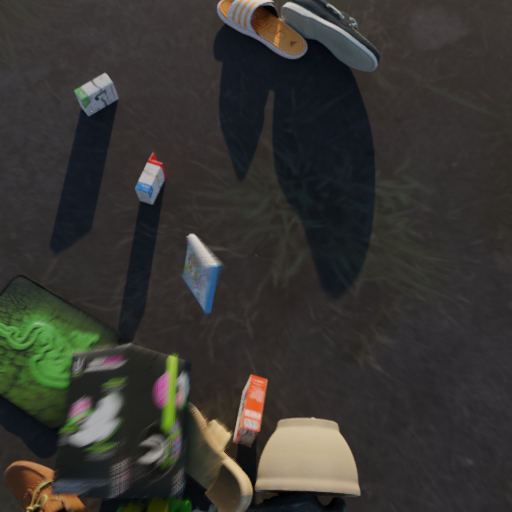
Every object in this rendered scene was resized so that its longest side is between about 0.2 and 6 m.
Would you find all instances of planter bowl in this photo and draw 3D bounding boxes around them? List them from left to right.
[{"bbox_3d":[0.836,3.272,9.109,1.656,1.656,1.115,3,64,1],"label":"planter bowl"}]

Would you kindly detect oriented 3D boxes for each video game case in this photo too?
[{"bbox_3d":[-1.020,0.301,10.061,0.116,0.931,1.301,-1,27,-26],"label":"video game case"}]

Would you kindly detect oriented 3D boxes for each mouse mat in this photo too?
[{"bbox_3d":[-4.119,1.722,10.498,2.594,0.098,2.087,28,71,10],"label":"mouse mat"}]

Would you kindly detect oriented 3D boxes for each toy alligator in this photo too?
[{"bbox_3d":[-1.551,4.255,9.306,2.150,0.637,0.583,-9,30,-15],"label":"toy alligator"}]

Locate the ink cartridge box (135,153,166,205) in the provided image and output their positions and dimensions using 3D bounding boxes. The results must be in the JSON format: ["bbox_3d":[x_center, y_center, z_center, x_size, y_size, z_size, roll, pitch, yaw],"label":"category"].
[{"bbox_3d":[-2.145,-1.600,11.598,0.310,0.535,0.921,18,70,7],"label":"ink cartridge box"}]

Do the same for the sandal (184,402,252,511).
[{"bbox_3d":[-0.725,3.343,9.494,2.502,0.823,0.917,37,99,45],"label":"sandal"}]

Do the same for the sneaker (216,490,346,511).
[{"bbox_3d":[0.478,4.191,9.209,2.246,0.746,1.016,10,70,0],"label":"sneaker"}]

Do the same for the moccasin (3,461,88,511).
[{"bbox_3d":[-3.360,4.217,9.113,0.781,0.824,2.135,-46,76,4],"label":"moccasin"}]

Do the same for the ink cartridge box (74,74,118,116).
[{"bbox_3d":[-3.510,-3.550,12.340,0.807,0.589,0.339,-36,73,-13],"label":"ink cartridge box"}]

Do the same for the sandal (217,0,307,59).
[{"bbox_3d":[0.195,-5.551,13.061,2.476,0.710,0.949,36,73,13],"label":"sandal"}]

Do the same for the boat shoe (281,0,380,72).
[{"bbox_3d":[1.813,-5.207,12.767,2.710,1.025,0.818,39,80,13],"label":"boat shoe"}]

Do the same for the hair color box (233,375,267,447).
[{"bbox_3d":[-0.101,2.661,9.637,0.332,0.576,1.039,17,42,-6],"label":"hair color box"}]

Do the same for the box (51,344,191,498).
[{"bbox_3d":[-2.103,2.714,9.095,1.369,1.636,2.202,-11,65,29],"label":"box"}]
